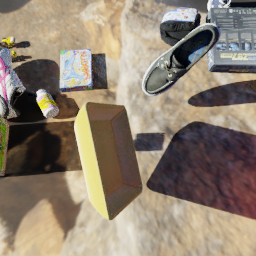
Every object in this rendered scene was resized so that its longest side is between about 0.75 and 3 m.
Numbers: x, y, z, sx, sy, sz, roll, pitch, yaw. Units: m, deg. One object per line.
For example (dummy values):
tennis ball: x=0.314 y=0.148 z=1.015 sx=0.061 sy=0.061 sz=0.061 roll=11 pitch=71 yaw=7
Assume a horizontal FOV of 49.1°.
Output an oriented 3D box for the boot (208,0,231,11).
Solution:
boot: x=3.464 y=-4.304 z=10.365 sx=0.784 sy=0.973 sz=2.155 roll=-6 pitch=66 yaw=-3

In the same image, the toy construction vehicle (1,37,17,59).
toy construction vehicle: x=-4.607 y=-2.811 z=10.012 sx=1.212 sy=0.427 sz=1.055 roll=-11 pitch=53 yaw=-8

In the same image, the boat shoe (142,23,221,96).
boat shoe: x=1.320 y=-1.819 z=7.650 sx=0.909 sy=2.649 sz=0.750 roll=48 pitch=27 yaw=-1

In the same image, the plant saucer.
plant saucer: x=-0.461 y=0.661 z=6.714 sx=0.590 sy=2.437 sz=2.436 roll=-12 pitch=89 yaw=19

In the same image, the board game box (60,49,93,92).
board game box: x=-1.769 y=-1.999 z=9.624 sx=1.074 sy=0.273 sz=1.587 roll=-5 pitch=64 yaw=-3

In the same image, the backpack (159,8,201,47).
backpack: x=1.820 y=-3.545 z=9.851 sx=1.362 sy=1.430 sz=1.101 roll=8 pitch=58 yaw=10

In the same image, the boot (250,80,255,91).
boot: x=4.452 y=-1.258 z=9.232 sx=0.324 sy=0.332 sz=0.879 roll=-39 pitch=71 yaw=-20

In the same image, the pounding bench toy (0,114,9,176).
pounding bench toy: x=-4.675 y=0.140 z=7.209 sx=2.100 sy=2.693 sz=1.673 roll=-5 pitch=64 yaw=-3

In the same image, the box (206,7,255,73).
box: x=4.133 y=-3.024 z=9.663 sx=2.723 sy=0.695 sz=2.147 roll=0 pitch=77 yaw=1

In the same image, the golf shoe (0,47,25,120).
golf shoe: x=-3.928 y=-1.439 z=9.077 sx=1.184 sy=0.934 sz=2.572 roll=3 pitch=68 yaw=-16

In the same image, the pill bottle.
pill bottle: x=-2.594 y=-0.792 z=8.915 sx=0.473 sy=0.473 sz=0.908 roll=-29 pitch=67 yaw=-14
